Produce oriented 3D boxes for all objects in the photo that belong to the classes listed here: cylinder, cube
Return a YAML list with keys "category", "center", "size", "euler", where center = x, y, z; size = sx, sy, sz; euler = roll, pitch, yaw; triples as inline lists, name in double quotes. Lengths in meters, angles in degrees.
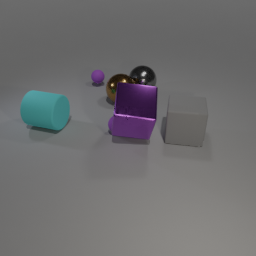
- category: "cylinder"
  center: [-3.242, -0.704, 11.076]
  size: [1.400, 1.400, 1.400]
  euler: [10, 34, 15]
- category: "cube"
  center: [2.158, -0.297, 10.505]
  size: [1.400, 1.400, 1.400]
  euler: [6, 33, 9]
- category: "cube"
  center: [0.217, -0.577, 9.852]
  size: [1.400, 1.400, 1.400]
  euler: [7, 60, -3]

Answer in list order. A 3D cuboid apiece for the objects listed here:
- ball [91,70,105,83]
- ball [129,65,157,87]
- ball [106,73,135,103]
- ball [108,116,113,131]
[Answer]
- category: "ball"
  center: [-1.573, -2.692, 14.638]
  size: [0.700, 0.700, 0.700]
  euler: [0, 32, 0]
- category: "ball"
  center: [0.707, -2.362, 13.768]
  size: [1.400, 1.400, 1.400]
  euler: [0, 32, 0]
- category: "ball"
  center: [-0.321, -1.804, 12.921]
  size: [1.400, 1.400, 1.400]
  euler: [0, 32, 0]
- category: "ball"
  center: [-0.419, -0.145, 10.791]
  size: [0.700, 0.700, 0.700]
  euler: [0, 32, 0]
